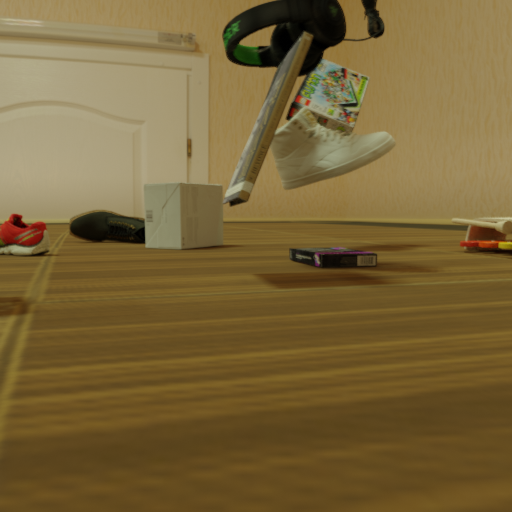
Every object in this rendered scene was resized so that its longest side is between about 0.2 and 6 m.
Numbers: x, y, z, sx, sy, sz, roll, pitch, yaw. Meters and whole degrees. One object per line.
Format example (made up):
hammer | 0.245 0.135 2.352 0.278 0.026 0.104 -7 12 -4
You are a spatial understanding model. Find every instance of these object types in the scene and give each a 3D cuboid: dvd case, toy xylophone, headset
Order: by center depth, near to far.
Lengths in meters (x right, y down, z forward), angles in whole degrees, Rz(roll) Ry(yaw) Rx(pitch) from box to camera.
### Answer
dvd case | 0.094 -1.741 7.631 0.177 2.210 1.644 22 -1 -10
headset | 0.805 -3.776 9.078 2.788 1.310 1.722 -8 -2 -18
toy xylophone | 5.633 -0.414 12.049 2.304 0.791 3.147 -1 5 -10

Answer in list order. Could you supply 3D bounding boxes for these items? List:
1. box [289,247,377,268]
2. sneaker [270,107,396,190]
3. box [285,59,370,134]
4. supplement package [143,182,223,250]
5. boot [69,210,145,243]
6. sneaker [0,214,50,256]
box | 1.356 0.018 10.186 1.071 0.270 1.498 -1 6 -17
sneaker | 1.094 -1.861 8.909 2.007 1.160 0.739 -15 20 29
box | 1.801 -3.850 13.614 1.542 0.486 2.801 22 44 1
supplement package | -1.830 -1.032 14.308 1.249 1.624 1.698 3 6 33
boot | -3.957 -0.778 15.996 2.488 0.964 1.721 -3 11 -25
sneaker | -5.324 -0.476 12.190 2.094 0.889 0.806 2 5 21
